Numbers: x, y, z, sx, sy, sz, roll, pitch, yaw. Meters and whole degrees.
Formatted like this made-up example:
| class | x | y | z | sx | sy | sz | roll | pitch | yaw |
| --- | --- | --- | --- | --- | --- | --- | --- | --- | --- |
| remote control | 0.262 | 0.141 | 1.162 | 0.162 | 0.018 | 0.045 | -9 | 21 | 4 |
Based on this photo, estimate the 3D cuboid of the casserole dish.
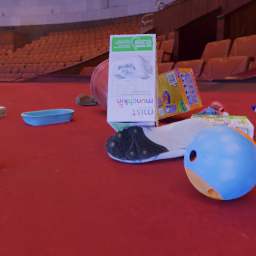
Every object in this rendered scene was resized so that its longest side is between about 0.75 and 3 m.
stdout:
| class | x | y | z | sx | sy | sz | roll | pitch | yaw |
| --- | --- | --- | --- | --- | --- | --- | --- | --- | --- |
| casserole dish | -3.495 | -0.489 | 12.376 | 2.372 | 0.460 | 1.437 | -12 | 17 | -41 |

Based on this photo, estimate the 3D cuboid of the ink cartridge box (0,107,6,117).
| class | x | y | z | sx | sy | sz | roll | pitch | yaw |
| --- | --- | --- | --- | --- | --- | --- | --- | --- | --- |
| ink cartridge box | -7.081 | -0.762 | 13.502 | 1.974 | 0.497 | 1.076 | 5 | 13 | 17 |

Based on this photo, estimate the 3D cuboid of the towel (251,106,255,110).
| class | x | y | z | sx | sy | sz | roll | pitch | yaw |
| --- | --- | --- | --- | --- | --- | --- | --- | --- | --- |
| towel | 7.552 | -1.059 | 15.627 | 1.058 | 0.262 | 0.782 | -2 | 19 | -12 |

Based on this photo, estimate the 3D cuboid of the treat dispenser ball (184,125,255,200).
| class | x | y | z | sx | sy | sz | roll | pitch | yaw |
| --- | --- | --- | --- | --- | --- | --- | --- | --- | --- |
| treat dispenser ball | 1.711 | 0.621 | 5.131 | 1.349 | 1.349 | 1.349 | 0 | 12 | 0 |

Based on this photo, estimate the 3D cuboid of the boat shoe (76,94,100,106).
| class | x | y | z | sx | sy | sz | roll | pitch | yaw |
| --- | --- | --- | --- | --- | --- | --- | --- | --- | --- |
| boat shoe | -2.296 | -1.819 | 17.872 | 0.723 | 0.766 | 2.128 | 10 | 16 | 42 |

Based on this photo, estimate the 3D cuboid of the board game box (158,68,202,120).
| class | x | y | z | sx | sy | sz | roll | pitch | yaw |
| --- | --- | --- | --- | --- | --- | --- | --- | --- | --- |
| board game box | 1.944 | -1.494 | 12.530 | 1.830 | 1.832 | 1.831 | -15 | 2 | 36 |

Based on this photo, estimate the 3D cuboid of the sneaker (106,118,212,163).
| class | x | y | z | sx | sy | sz | roll | pitch | yaw |
| --- | --- | --- | --- | --- | --- | --- | --- | --- | --- |
| sneaker | 0.839 | 0.419 | 7.400 | 2.838 | 1.020 | 1.029 | -9 | -26 | -6 |

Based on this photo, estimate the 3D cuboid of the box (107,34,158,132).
| class | x | y | z | sx | sy | sz | roll | pitch | yaw |
| --- | --- | --- | --- | --- | --- | --- | --- | --- | --- |
| box | 0.286 | -1.065 | 8.475 | 1.325 | 2.419 | 2.741 | 1 | -9 | 7 |

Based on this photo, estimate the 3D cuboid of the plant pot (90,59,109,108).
| class | x | y | z | sx | sy | sz | roll | pitch | yaw |
| --- | --- | --- | --- | --- | --- | --- | --- | --- | --- |
| plant pot | -0.279 | -1.975 | 14.381 | 2.922 | 2.922 | 2.842 | -3 | 20 | -15 |

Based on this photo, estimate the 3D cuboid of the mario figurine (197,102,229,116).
| class | x | y | z | sx | sy | sz | roll | pitch | yaw |
| --- | --- | --- | --- | --- | --- | --- | --- | --- | --- |
| mario figurine | 3.783 | -0.532 | 12.626 | 1.717 | 0.910 | 1.060 | -23 | 63 | -39 |

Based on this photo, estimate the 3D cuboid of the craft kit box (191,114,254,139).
| class | x | y | z | sx | sy | sz | roll | pitch | yaw |
| --- | --- | --- | --- | --- | --- | --- | --- | --- | --- |
| craft kit box | 3.425 | -0.105 | 10.557 | 2.146 | 0.527 | 2.173 | 6 | 13 | 14 |
